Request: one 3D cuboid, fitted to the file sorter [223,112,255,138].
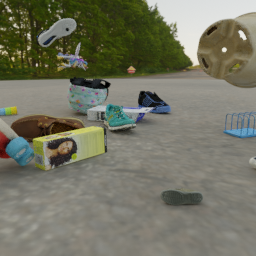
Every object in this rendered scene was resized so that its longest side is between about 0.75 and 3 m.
[{"bbox_3d":[4.279,-0.148,10.194,1.250,0.767,0.867,-6,13,-22],"label":"file sorter"}]

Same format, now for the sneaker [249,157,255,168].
[{"bbox_3d":[3.179,0.901,6.459,0.577,0.354,0.887,-1,20,-46],"label":"sneaker"}]

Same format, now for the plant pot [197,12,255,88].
[{"bbox_3d":[3.764,-2.662,9.630,2.773,2.773,2.539,10,17,39],"label":"plant pot"}]

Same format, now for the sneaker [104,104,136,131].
[{"bbox_3d":[-0.436,-0.423,11.018,0.911,0.937,2.352,-6,15,-24],"label":"sneaker"}]

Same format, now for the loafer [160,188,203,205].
[{"bbox_3d":[0.978,1.262,5.183,0.772,0.290,0.269,5,1,1],"label":"loafer"}]

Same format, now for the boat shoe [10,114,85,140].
[{"bbox_3d":[-2.626,0.017,9.209,2.431,0.875,0.821,0,10,-11],"label":"boat shoe"}]

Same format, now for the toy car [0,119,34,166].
[{"bbox_3d":[-3.337,0.572,6.555,1.589,1.465,1.405,-46,-9,-19],"label":"toy car"}]

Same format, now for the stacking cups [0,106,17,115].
[{"bbox_3d":[-6.290,-0.777,13.965,1.414,0.428,0.428,-13,17,-29],"label":"stacking cups"}]

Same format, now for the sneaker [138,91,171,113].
[{"bbox_3d":[1.359,-1.457,15.304,0.942,1.046,2.685,-7,14,-31],"label":"sneaker"}]

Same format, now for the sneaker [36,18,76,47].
[{"bbox_3d":[-3.223,-4.236,12.226,1.850,0.676,1.035,-37,35,-15],"label":"sneaker"}]

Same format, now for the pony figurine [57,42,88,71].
[{"bbox_3d":[-2.208,-2.736,11.192,1.188,1.147,0.989,-3,-30,-10],"label":"pony figurine"}]

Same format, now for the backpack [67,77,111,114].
[{"bbox_3d":[-2.147,-1.751,14.860,2.323,1.762,2.784,4,12,0],"label":"backpack"}]

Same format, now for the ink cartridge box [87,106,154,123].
[{"bbox_3d":[-0.289,-0.641,12.862,2.869,0.562,1.427,3,13,18],"label":"ink cartridge box"}]

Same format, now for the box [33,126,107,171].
[{"bbox_3d":[-1.457,0.479,7.473,0.513,0.771,2.048,9,16,41],"label":"box"}]
